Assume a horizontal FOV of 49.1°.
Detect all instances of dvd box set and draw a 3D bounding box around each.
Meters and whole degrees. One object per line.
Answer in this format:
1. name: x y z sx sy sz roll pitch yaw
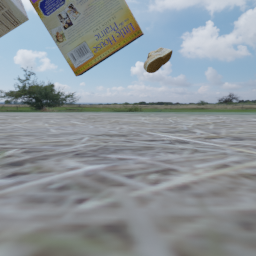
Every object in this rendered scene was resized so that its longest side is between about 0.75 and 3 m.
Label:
1. dvd box set: -1.101 -2.831 6.495 1.945 2.658 0.391 -30 9 16

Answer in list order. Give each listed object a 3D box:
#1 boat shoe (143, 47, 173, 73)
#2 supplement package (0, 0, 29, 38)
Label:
1. boat shoe: 1.110 -2.841 11.565 0.679 0.723 1.963 31 42 20
2. supplement package: -3.371 -2.837 6.485 1.499 1.138 1.129 -29 -24 7
